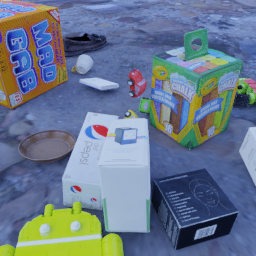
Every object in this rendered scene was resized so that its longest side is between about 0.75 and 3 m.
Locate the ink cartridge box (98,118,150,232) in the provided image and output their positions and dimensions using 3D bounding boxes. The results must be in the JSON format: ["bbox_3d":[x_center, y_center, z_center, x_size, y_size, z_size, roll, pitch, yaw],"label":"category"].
[{"bbox_3d":[0.019,0.884,5.980,0.926,1.537,2.116,-1,24,6],"label":"ink cartridge box"}]

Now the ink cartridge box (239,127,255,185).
[{"bbox_3d":[3.810,1.031,6.365,1.623,0.942,2.249,-2,44,-3],"label":"ink cartridge box"}]

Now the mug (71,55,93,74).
[{"bbox_3d":[-2.005,-2.676,12.328,0.708,0.884,0.726,29,42,-15],"label":"mug"}]

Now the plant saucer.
[{"bbox_3d":[-2.218,0.540,7.808,1.547,0.283,1.547,-1,29,0],"label":"plant saucer"}]

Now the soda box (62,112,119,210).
[{"bbox_3d":[-0.853,0.696,7.102,0.923,0.863,2.711,7,36,1],"label":"soda box"}]

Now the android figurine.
[{"bbox_3d":[-1.232,2.410,5.024,2.337,0.527,2.567,-3,37,-4],"label":"android figurine"}]

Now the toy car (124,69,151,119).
[{"bbox_3d":[0.473,-0.711,8.767,0.455,2.040,1.920,17,10,27],"label":"toy car"}]

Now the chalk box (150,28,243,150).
[{"bbox_3d":[1.913,-1.259,8.109,1.850,2.964,1.837,-23,41,-30],"label":"chalk box"}]

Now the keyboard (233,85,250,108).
[{"bbox_3d":[3.643,-1.177,9.968,1.296,0.824,0.133,8,0,13],"label":"keyboard"}]

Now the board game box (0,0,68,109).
[{"bbox_3d":[-4.475,-2.938,10.563,2.900,2.897,2.898,21,40,27],"label":"board game box"}]

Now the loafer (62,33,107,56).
[{"bbox_3d":[-2.215,-4.521,14.593,1.026,0.899,2.855,28,44,34],"label":"loafer"}]

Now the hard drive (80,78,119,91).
[{"bbox_3d":[-1.135,-1.732,10.947,0.896,0.172,1.358,-15,28,-41],"label":"hard drive"}]

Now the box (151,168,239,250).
[{"bbox_3d":[1.323,1.635,5.853,1.289,0.799,1.267,-9,38,-15],"label":"box"}]

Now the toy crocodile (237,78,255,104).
[{"bbox_3d":[4.620,-1.403,10.353,0.697,0.638,2.066,-2,34,-5],"label":"toy crocodile"}]
